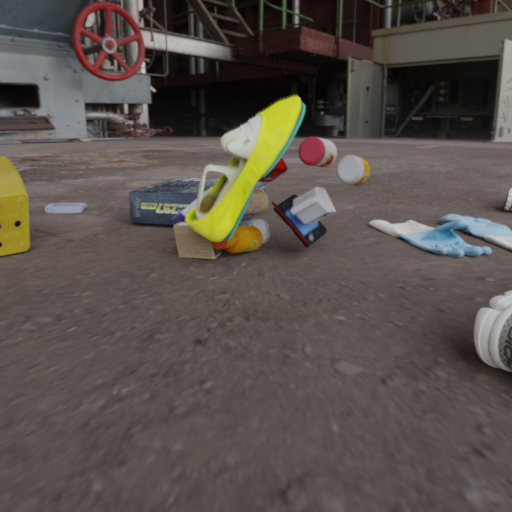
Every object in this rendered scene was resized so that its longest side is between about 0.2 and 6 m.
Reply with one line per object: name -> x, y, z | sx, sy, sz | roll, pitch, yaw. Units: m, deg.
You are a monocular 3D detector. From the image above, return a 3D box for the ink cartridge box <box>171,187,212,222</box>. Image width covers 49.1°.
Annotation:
ink cartridge box -> -0.940, -0.833, 10.841 | 1.037, 0.244, 1.025 | -38, -23, 16

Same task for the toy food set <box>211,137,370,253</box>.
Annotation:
toy food set -> 0.449, -1.180, 10.155 | 2.987, 1.426, 1.344 | -27, -8, 27

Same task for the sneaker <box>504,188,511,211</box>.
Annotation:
sneaker -> 7.606, -1.540, 15.393 | 0.913, 0.804, 2.048 | 26, 34, 35

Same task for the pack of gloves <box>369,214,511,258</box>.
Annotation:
pack of gloves -> 4.478, -0.683, 12.196 | 2.792, 0.656, 3.323 | -5, 16, -15

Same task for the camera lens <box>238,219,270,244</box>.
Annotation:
camera lens -> -0.072, -0.486, 11.685 | 0.649, 0.519, 0.519 | -8, 17, -27

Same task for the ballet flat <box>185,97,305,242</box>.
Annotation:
ballet flat -> -0.291, -1.441, 9.142 | 0.957, 2.854, 0.953 | 22, 28, -22

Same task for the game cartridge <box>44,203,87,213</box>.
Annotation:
game cartridge -> -5.217, -1.309, 15.349 | 1.014, 0.207, 0.675 | -1, 12, -3

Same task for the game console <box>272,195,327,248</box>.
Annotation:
game console -> 0.831, -0.720, 10.560 | 0.869, 1.009, 0.599 | -35, -10, -27

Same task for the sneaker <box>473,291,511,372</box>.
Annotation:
sneaker -> 3.986, 0.827, 5.824 | 3.131, 1.155, 1.370 | -7, 17, -10

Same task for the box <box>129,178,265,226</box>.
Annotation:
box -> -1.371, -1.452, 14.565 | 2.650, 0.857, 3.361 | 3, 15, 13

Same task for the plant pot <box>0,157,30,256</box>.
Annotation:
plant pot -> -5.348, -0.820, 10.900 | 1.578, 1.789, 1.789 | 26, 28, 38

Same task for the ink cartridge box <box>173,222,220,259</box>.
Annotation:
ink cartridge box -> -1.119, -0.298, 10.609 | 0.795, 0.655, 0.299 | 4, 23, 24
